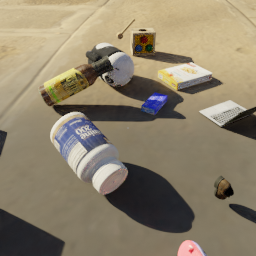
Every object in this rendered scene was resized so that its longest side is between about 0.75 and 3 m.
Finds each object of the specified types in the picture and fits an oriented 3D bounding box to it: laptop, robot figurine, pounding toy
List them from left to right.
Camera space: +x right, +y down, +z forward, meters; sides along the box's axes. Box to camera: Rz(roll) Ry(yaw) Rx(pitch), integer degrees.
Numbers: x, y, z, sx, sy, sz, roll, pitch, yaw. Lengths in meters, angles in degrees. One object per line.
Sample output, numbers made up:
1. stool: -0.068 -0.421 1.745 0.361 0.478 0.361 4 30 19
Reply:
1. robot figurine: -0.711 -2.444 10.840 1.658 1.377 2.206 -24 42 -24
2. pounding toy: 0.375 -4.229 13.099 1.764 1.550 0.807 -4 36 -6
3. laptop: 3.358 -0.689 8.778 1.479 0.915 1.579 -18 40 -24

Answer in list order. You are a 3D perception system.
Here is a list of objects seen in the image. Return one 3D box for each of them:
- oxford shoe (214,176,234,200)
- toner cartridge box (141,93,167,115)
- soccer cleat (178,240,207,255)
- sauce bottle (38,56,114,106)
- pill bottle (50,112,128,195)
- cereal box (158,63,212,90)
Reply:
1. oxford shoe: 2.033 1.357 5.900 0.315 0.867 0.366 -44 53 -10
2. toner cartridge box: 0.910 -0.845 9.571 0.501 0.228 1.056 18 39 25
3. soccer cleat: 1.430 2.731 4.420 0.786 0.686 2.056 23 19 -28
4. sauce bottle: -1.711 -1.620 9.365 2.548 0.824 0.824 -29 39 1
5. pill bottle: -0.898 0.582 6.553 1.072 1.072 1.931 -26 55 -31
6. cereal box: 2.269 -2.105 11.196 1.776 0.351 1.277 -20 40 -25
